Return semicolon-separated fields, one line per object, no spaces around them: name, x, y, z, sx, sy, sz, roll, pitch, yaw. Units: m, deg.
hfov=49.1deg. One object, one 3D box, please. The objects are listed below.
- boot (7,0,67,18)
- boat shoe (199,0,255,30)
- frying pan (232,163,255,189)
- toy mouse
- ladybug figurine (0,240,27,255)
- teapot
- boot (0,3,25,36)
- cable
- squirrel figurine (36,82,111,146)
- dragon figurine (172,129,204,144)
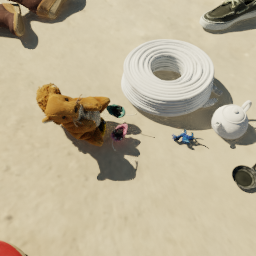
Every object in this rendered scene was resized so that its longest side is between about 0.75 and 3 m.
boot;-3.580;-5.760;11.563;2.038;0.886;2.450;21;64;-8
boat shoe;4.134;-4.771;11.098;2.932;0.933;1.037;-25;59;-16
frying pan;3.145;1.128;7.437;0.681;0.183;1.126;23;56;14
toy mouse;-0.317;-0.145;8.028;1.341;0.292;1.509;-25;72;12
ladybug figurine;-2.665;3.364;5.355;1.900;1.007;2.799;-30;60;-19
teapot;2.991;-0.288;8.039;1.099;0.813;1.113;8;55;5
boot;-5.003;-4.028;10.717;1.839;0.800;2.211;-15;50;-9
cable;1.240;-1.630;8.855;2.889;1.000;2.888;-24;58;-16
squirrel figurine;-1.658;-0.431;7.371;1.965;1.834;1.391;17;92;25
dragon figurine;1.664;0.307;7.915;0.854;0.251;0.425;25;77;14
